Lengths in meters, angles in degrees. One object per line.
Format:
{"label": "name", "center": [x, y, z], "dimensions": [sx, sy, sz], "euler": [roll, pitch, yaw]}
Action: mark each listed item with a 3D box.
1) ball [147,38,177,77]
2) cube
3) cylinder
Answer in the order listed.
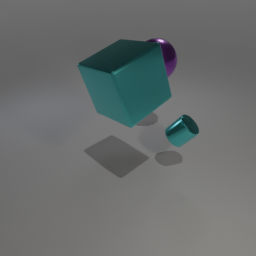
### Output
{"label": "ball", "center": [0.922, -2.240, 9.267], "dimensions": [1.400, 1.400, 1.400], "euler": [0, 30, 0]}
{"label": "cube", "center": [-0.054, -1.098, 6.542], "dimensions": [1.400, 1.400, 1.400], "euler": [-37, 38, -24]}
{"label": "cylinder", "center": [1.541, 0.084, 8.003], "dimensions": [0.700, 0.700, 0.700], "euler": [28, 39, -26]}
